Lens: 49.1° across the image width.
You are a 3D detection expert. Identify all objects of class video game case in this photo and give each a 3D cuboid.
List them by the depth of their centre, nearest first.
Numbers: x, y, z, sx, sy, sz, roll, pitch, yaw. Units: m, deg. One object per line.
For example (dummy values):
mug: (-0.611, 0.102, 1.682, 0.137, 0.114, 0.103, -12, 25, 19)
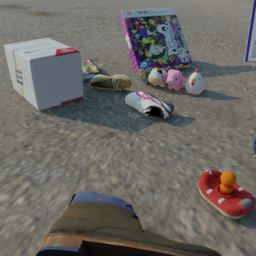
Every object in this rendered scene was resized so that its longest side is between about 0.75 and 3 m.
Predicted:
video game case: (1.222, -3.910, 12.397, 2.641, 2.913, 0.522, -11, -12, -18)

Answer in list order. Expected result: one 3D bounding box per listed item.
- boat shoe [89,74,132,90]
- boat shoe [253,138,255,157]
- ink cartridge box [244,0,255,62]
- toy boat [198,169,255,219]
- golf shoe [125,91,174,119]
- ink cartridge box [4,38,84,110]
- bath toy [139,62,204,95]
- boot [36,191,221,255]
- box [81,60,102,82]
boat shoe: (-0.642, -1.652, 10.390, 1.642, 0.599, 0.516, 11, 40, 21)
boat shoe: (3.381, 0.719, 5.844, 0.990, 0.808, 2.353, -36, 29, 9)
ink cartridge box: (2.883, -1.384, 3.622, 2.435, 1.153, 0.452, 7, 21, 17)
toy boat: (1.920, 1.158, 5.480, 0.735, 0.736, 1.126, -19, 36, -28)
golf shoe: (0.571, -0.725, 8.776, 1.657, 0.602, 0.763, 17, 35, 27)
ink cartridge box: (-2.931, -1.984, 9.771, 1.737, 1.729, 2.390, -22, 37, -32)
bath toy: (1.647, -1.885, 10.452, 2.432, 0.899, 1.058, 16, 34, 23)
boot: (0.094, 1.623, 4.426, 2.783, 1.040, 1.349, 3, 33, 9)
box: (-1.936, -2.431, 11.895, 1.234, 0.341, 1.807, -11, 33, -18)
